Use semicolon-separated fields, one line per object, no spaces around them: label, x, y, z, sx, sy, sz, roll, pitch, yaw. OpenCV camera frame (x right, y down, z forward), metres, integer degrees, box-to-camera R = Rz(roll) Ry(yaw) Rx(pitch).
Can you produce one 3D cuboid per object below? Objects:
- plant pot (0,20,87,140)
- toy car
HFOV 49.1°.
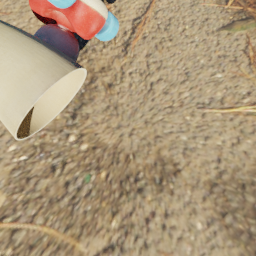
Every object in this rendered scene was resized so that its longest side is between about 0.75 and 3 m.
plant pot;-2.193;-1.142;5.470;2.033;1.904;1.904;43;65;-1
toy car;-1.753;-2.232;6.661;2.056;2.143;2.325;31;97;24
